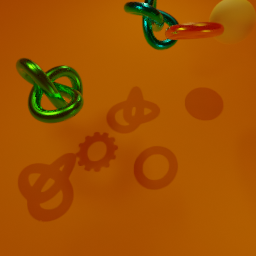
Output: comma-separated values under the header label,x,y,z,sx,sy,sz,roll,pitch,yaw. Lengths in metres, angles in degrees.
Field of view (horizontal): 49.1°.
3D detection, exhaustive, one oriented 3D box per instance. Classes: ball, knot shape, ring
label,x,y,z,sx,sy,sz,roll,pitch,yaw
ball,3.061,-3.143,8.259,1.305,1.305,1.305,0,56,0
knot shape,0.624,-3.136,7.865,1.692,0.835,1.808,2,62,-51
ring,1.493,-2.185,6.342,1.307,0.261,1.307,-3,13,1
knot shape,-1.831,-0.964,6.502,1.745,0.862,1.865,38,26,-13
